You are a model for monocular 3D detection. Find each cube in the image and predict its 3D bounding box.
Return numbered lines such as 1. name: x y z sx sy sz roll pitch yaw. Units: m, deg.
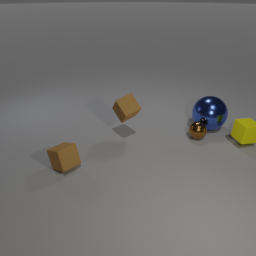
1. cube: -2.054 0.918 8.994 0.700 0.700 0.700 2 21 46
2. cube: -0.056 -0.729 10.267 0.700 0.700 0.700 -29 81 -22
3. cube: 4.322 0.108 10.242 0.700 0.700 0.700 -4 29 -17

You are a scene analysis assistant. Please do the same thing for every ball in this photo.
1. ball: 3.303 -0.597 11.326 1.400 1.400 1.400 0 28 0
2. ball: 2.679 0.088 10.764 0.700 0.700 0.700 0 28 0
